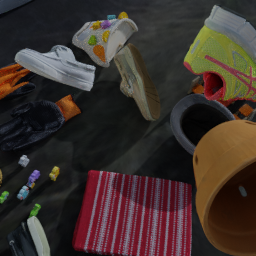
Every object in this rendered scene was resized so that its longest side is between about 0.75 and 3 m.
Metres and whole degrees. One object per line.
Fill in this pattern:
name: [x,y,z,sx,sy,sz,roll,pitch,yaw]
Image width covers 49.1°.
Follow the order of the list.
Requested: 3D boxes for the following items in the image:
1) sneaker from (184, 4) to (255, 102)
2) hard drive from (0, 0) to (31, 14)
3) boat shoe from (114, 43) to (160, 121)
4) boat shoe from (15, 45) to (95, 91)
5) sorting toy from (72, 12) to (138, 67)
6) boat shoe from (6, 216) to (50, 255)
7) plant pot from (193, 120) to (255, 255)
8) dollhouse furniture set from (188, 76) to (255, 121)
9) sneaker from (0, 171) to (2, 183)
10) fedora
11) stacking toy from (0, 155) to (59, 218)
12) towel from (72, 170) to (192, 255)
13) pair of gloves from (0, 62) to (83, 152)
sneaker: [2.080,-0.982,5.418,1.313,2.908,1.137,-50,37,14]
hard drive: [-4.495,-5.055,10.487,2.083,0.441,1.405,-33,67,-16]
boat shoe: [0.225,-1.272,8.297,0.815,0.906,2.511,-28,71,26]
boat shoe: [-1.441,-1.392,6.144,0.790,2.195,0.752,20,94,34]
sorting toy: [-0.943,-3.126,9.325,1.724,1.023,1.916,18,61,31]
boat shoe: [-1.947,3.179,5.750,0.865,0.975,2.609,-23,63,-11]
plant pot: [1.778,0.719,4.097,1.855,1.855,1.298,-7,29,-4]
dollhouse furniture set: [2.988,-1.078,8.047,1.838,0.957,1.858,-35,67,-17]
sneaker: [-3.915,1.924,6.564,1.054,0.877,2.339,7,55,11]
fedora: [1.975,0.101,7.465,1.903,0.859,1.683,38,70,11]
stacking toy: [-2.499,1.438,7.059,1.029,0.321,1.365,20,64,11]
towel: [0.156,2.081,6.725,2.702,0.304,1.954,7,60,2]
pair of gloves: [-3.089,-0.780,8.245,2.612,0.363,2.932,-33,69,-18]
